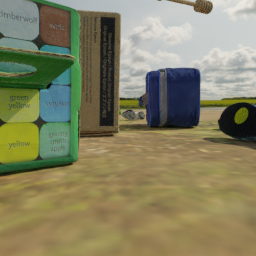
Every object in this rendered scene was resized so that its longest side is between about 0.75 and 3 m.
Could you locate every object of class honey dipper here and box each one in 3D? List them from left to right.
[{"bbox_3d":[1.546,-3.452,7.641,1.993,0.379,0.379,-5,6,-35],"label":"honey dipper"}]

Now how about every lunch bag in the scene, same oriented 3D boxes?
[{"bbox_3d":[1.140,-0.920,8.535,1.639,1.683,2.477,0,4,1],"label":"lunch bag"}]

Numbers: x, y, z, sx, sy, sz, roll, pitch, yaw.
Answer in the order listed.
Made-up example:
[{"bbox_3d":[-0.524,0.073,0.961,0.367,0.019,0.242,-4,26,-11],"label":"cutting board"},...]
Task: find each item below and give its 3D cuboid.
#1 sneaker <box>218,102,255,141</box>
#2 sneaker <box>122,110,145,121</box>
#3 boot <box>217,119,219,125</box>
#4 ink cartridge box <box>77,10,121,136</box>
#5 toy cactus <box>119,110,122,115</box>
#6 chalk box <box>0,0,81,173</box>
[{"bbox_3d":[2.385,-0.030,4.597,0.799,0.671,2.037,19,-7,-24],"label":"sneaker"},{"bbox_3d":[0.158,-0.491,11.899,0.542,0.464,1.245,-11,-11,43],"label":"sneaker"},{"bbox_3d":[3.094,-0.156,6.845,1.124,0.553,1.571,-9,4,-28],"label":"boot"},{"bbox_3d":[-0.874,-1.139,6.744,1.097,2.405,2.920,-1,4,-10],"label":"ink cartridge box"},{"bbox_3d":[-1.322,-0.805,13.420,1.929,0.986,1.591,-9,-4,-9],"label":"toy cactus"},{"bbox_3d":[-1.483,-0.406,2.807,1.585,1.574,2.540,-2,5,-40],"label":"chalk box"}]
